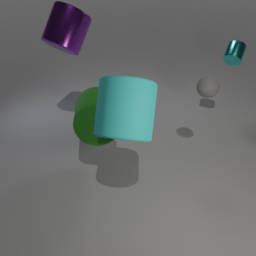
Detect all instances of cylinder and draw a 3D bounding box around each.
[{"bbox_3d":[-0.957,-0.390,8.712,1.400,1.400,1.400,-3,29,-5],"label":"cylinder"},{"bbox_3d":[4.066,-2.851,10.674,0.700,0.700,0.700,18,76,25],"label":"cylinder"},{"bbox_3d":[-2.188,-3.511,9.995,1.400,1.400,1.400,22,4,-2],"label":"cylinder"},{"bbox_3d":[-0.060,-0.439,6.731,1.400,1.400,1.400,6,0,0],"label":"cylinder"}]

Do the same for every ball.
[{"bbox_3d":[2.540,-1.302,8.883,0.700,0.700,0.700,0,33,0],"label":"ball"}]
